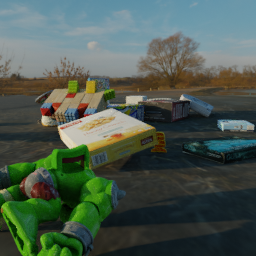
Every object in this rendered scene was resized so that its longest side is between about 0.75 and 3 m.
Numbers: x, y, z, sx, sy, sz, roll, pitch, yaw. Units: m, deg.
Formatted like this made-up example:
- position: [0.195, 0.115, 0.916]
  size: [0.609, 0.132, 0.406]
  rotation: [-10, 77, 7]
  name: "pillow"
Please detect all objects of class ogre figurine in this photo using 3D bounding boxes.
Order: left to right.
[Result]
- position: [-0.860, 0.746, 3.117]
  size: [1.151, 0.942, 1.920]
  rotation: [-23, 10, -39]
  name: "ogre figurine"

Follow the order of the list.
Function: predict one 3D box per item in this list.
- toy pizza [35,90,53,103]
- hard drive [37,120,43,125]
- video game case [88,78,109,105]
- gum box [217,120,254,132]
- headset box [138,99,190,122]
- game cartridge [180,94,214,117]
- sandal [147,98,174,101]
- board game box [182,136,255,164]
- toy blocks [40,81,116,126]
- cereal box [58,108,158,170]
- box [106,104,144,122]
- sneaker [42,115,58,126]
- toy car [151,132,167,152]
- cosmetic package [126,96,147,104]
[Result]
- position: [-7.869, -2.908, 26.739]
  size: [2.110, 0.334, 2.110]
  rotation: [-32, 2, 1]
  name: "toy pizza"
- position: [-3.536, -0.265, 12.288]
  size: [0.637, 0.173, 0.912]
  rotation: [-6, 10, -35]
  name: "hard drive"
- position: [-1.662, -1.812, 16.165]
  size: [0.185, 2.074, 1.484]
  rotation: [8, 12, 42]
  name: "video game case"
- position: [4.102, -0.098, 10.782]
  size: [1.087, 0.285, 1.279]
  rotation: [1, 9, 9]
  name: "gum box"
- position: [1.747, -0.902, 13.902]
  size: [1.860, 0.939, 2.503]
  rotation: [5, 10, 32]
  name: "headset box"
- position: [3.865, -1.315, 15.863]
  size: [1.879, 0.586, 2.821]
  rotation: [24, 15, 16]
  name: "game cartridge"
- position: [1.828, -1.128, 16.018]
  size: [2.840, 1.156, 0.698]
  rotation: [7, -32, 7]
  name: "sandal"
- position: [2.488, 0.489, 6.940]
  size: [1.930, 0.272, 1.305]
  rotation: [-5, 10, -32]
  name: "board game box"
- position: [-1.981, -0.675, 10.223]
  size: [2.749, 1.374, 1.879]
  rotation: [2, 37, 11]
  name: "toy blocks"
- position: [-0.571, 0.135, 6.458]
  size: [1.598, 0.439, 2.221]
  rotation: [-20, 23, -22]
  name: "cereal box"
- position: [-0.352, -0.589, 12.197]
  size: [0.909, 0.835, 2.596]
  rotation: [6, 10, 35]
  name: "box"
- position: [-2.701, -0.480, 11.760]
  size: [1.751, 0.768, 0.662]
  rotation: [-2, 7, -26]
  name: "sneaker"
- position: [0.212, 0.151, 7.766]
  size: [2.107, 0.701, 1.033]
  rotation: [4, 10, 27]
  name: "toy car"
- position: [0.474, -1.148, 14.988]
  size: [0.922, 1.108, 0.927]
  rotation: [3, 9, 19]
  name: "cosmetic package"
